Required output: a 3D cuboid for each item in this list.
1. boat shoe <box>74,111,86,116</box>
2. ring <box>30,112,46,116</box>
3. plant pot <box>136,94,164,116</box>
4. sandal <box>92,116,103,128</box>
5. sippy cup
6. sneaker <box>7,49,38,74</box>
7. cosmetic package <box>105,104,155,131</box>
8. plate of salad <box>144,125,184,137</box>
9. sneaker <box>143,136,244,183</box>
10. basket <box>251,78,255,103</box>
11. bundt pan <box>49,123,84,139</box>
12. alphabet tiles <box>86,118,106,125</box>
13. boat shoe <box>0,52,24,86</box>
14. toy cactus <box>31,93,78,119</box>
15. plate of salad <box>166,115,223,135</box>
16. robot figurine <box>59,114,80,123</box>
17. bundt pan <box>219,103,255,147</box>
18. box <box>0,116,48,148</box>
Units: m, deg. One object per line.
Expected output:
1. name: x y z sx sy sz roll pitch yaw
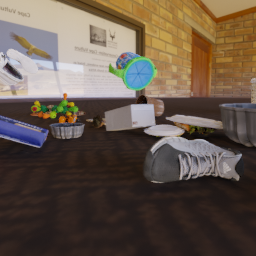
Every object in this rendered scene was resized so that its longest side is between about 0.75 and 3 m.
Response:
1. boat shoe: -2.695 -0.815 15.711 0.275 0.276 0.765 4 3 37
2. ring: -4.915 -0.844 16.307 1.461 0.140 1.461 0 9 0
3. plant pot: 1.213 -1.122 15.022 1.202 1.215 1.215 4 5 -30
4. sandal: -1.180 -0.208 11.150 0.335 0.501 1.226 20 -5 -17
5. sippy cup: 0.135 -1.820 8.552 1.358 1.066 0.995 33 14 -42
6. sneaker: -4.002 -2.600 10.878 1.315 0.495 0.582 38 8 -5
7. cosmetic package: 0.031 -0.337 9.618 0.955 0.806 1.788 -4 -5 -35
8. plate of salad: 1.140 0.139 8.833 1.258 0.302 1.258 -2 14 0
9. sneaker: 1.231 0.542 4.556 1.138 0.739 1.971 11 12 43
10. basket: 8.849 -1.855 16.171 2.712 2.181 2.688 0 8 4
11. bundt pan: -1.901 0.092 8.794 1.082 0.406 1.082 0 9 0
12. alphabet tiles: -0.305 -0.304 12.676 2.233 0.101 2.672 -5 9 -34
13. boat shoe: -4.329 -2.177 9.266 0.769 0.808 2.244 -9 -35 15
14. toy cactus: -4.043 -1.086 15.024 2.500 1.278 2.063 -15 7 -32
15. plate of salad: 2.296 -0.072 9.300 2.138 0.514 2.138 8 6 -1
16. robot figurine: -2.612 -0.402 12.471 0.861 0.346 1.188 2 8 2
17. bundt pan: 3.956 -0.082 7.657 2.856 1.072 2.856 0 9 0
18. box: -2.757 0.040 6.986 1.420 0.380 2.344 18 -2 -14
